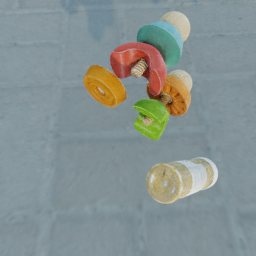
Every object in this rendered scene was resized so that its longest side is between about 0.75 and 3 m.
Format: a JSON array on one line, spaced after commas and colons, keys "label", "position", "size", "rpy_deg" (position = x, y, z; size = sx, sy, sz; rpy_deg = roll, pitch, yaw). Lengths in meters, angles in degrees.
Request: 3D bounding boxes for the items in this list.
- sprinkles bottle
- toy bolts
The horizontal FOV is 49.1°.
[{"label": "sprinkles bottle", "position": [0.692, 0.585, 3.325], "size": [0.424, 1.241, 0.424], "rpy_deg": [-2, 86, 33]}, {"label": "toy bolts", "position": [0.381, -1.329, 6.009], "size": [2.362, 2.472, 1.715], "rpy_deg": [32, 66, 15]}]
